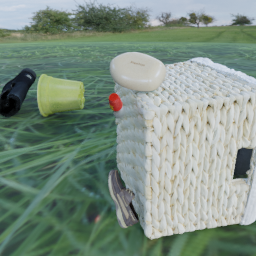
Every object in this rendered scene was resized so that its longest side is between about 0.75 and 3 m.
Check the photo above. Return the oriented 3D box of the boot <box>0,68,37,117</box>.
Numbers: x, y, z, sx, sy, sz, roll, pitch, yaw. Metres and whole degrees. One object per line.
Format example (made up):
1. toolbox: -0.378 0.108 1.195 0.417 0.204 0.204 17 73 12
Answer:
1. boot: -3.994 -0.991 9.506 1.995 0.762 1.676 -33 31 34

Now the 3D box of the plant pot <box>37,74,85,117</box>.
1. plant pot: -2.101 -1.058 9.118 1.265 1.376 1.376 0 21 2

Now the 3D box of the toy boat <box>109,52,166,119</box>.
1. toy boat: 0.026 -0.555 3.585 0.755 0.417 0.898 24 69 20

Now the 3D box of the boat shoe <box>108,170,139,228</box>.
1. boat shoe: -0.048 1.001 4.065 0.316 0.861 0.321 -15 3 9

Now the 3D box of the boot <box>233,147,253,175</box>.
1. boot: 3.299 0.702 5.167 2.485 0.816 2.048 18 21 34

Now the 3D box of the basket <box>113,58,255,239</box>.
1. basket: 0.840 0.167 4.634 1.811 2.232 2.252 -7 25 -11
